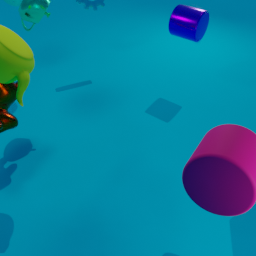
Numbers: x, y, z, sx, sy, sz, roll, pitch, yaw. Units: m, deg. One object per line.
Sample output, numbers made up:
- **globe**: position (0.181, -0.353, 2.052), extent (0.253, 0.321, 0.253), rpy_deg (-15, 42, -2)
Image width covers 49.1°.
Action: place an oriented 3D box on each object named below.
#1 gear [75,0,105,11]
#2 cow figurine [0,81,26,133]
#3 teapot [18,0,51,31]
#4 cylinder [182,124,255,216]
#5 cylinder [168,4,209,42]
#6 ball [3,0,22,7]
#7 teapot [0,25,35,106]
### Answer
- **gear**: position (-1.184, -4.379, 8.909), extent (1.214, 1.214, 0.224), rpy_deg (-18, 27, -19)
- **cow figurine**: position (-2.922, -0.664, 6.166), extent (0.823, 1.500, 1.476), rpy_deg (2, 47, 32)
- **teapot**: position (-2.089, -2.840, 6.499), extent (0.655, 1.338, 0.832), rpy_deg (29, 26, -26)
- **cylinder**: position (1.465, 0.599, 4.218), extent (1.020, 1.020, 1.020), rpy_deg (22, 35, 22)
- **cylinder**: position (1.757, -3.026, 8.095), extent (0.872, 0.872, 0.872), rpy_deg (27, 49, 26)
- **ball**: position (-3.156, -3.835, 7.782), extent (0.847, 0.847, 0.847), rpy_deg (0, 43, 0)
- **teapot**: position (-2.087, -1.124, 4.647), extent (1.633, 0.799, 1.015), rpy_deg (51, 18, 7)
